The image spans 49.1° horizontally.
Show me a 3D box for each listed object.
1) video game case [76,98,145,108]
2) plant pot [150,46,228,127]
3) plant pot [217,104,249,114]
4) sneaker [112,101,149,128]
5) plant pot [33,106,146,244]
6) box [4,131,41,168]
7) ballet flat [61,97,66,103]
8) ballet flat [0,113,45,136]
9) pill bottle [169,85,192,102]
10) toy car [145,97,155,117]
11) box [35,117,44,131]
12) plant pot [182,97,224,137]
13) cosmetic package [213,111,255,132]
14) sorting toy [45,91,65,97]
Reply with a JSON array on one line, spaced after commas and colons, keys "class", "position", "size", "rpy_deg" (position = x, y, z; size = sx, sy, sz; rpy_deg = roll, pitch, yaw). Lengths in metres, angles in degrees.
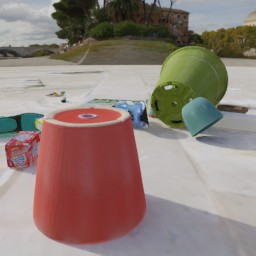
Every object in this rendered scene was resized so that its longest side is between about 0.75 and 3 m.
[{"class": "video game case", "position": [-0.799, -1.026, 13.323], "size": [2.751, 0.303, 2.507], "rpy_deg": [4, 16, 15]}, {"class": "plant pot", "position": [2.176, -1.380, 10.867], "size": [2.924, 2.924, 2.776], "rpy_deg": [7, 31, 24]}, {"class": "plant pot", "position": [4.166, -0.592, 11.247], "size": [1.206, 0.556, 1.206], "rpy_deg": [2, 13, -1]}, {"class": "sneaker", "position": [-0.041, -0.439, 10.407], "size": [1.112, 0.980, 2.495], "rpy_deg": [-14, 12, -20]}, {"class": "plant pot", "position": [-0.665, 0.619, 4.866], "size": [2.020, 1.787, 2.020], "rpy_deg": [0, 15, 0]}, {"class": "box", "position": [-2.692, 0.528, 7.303], "size": [0.578, 0.604, 1.211], "rpy_deg": [-1, 16, -3]}, {"class": "ballet flat", "position": [-3.514, -1.558, 15.248], "size": [0.261, 0.262, 0.767], "rpy_deg": [-1, 16, -9]}, {"class": "ballet flat", "position": [-3.607, -0.133, 9.442], "size": [2.275, 0.766, 0.801], "rpy_deg": [-2, 5, -12]}, {"class": "pill bottle", "position": [3.537, -1.971, 14.650], "size": [2.460, 1.366, 1.366], "rpy_deg": [8, 18, 27]}, {"class": "toy car", "position": [1.309, -0.868, 12.005], "size": [0.961, 0.850, 0.886], "rpy_deg": [7, 2, -21]}, {"class": "box", "position": [-2.247, -0.100, 8.556], "size": [0.851, 0.351, 1.450], "rpy_deg": [-14, 20, -30]}, {"class": "plant pot", "position": [2.284, -0.415, 8.941], "size": [1.166, 0.936, 1.166], "rpy_deg": [-31, -13, -8]}, {"class": "cosmetic package", "position": [3.985, -0.252, 10.277], "size": [1.845, 0.467, 0.761], "rpy_deg": [10, 18, 30]}, {"class": "sorting toy", "position": [-4.431, -2.134, 17.418], "size": [0.894, 0.178, 1.209], "rpy_deg": [5, 17, 19]}]
